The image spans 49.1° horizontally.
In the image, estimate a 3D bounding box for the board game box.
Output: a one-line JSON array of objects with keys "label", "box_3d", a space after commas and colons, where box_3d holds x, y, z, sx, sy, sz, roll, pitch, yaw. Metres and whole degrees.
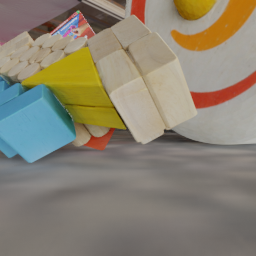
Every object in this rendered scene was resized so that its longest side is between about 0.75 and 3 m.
[{"label": "board game box", "box_3d": [-2.294, -2.709, 9.631, 2.521, 1.298, 0.245, -34, 0, 12]}]

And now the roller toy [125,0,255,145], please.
[{"label": "roller toy", "box_3d": [1.042, -0.948, 2.263, 1.639, 2.139, 2.345, -1, 3, -35]}]

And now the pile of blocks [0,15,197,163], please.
[{"label": "pile of blocks", "box_3d": [-0.579, -0.083, 1.677, 2.136, 0.877, 0.664, 13, -33, 41]}]
